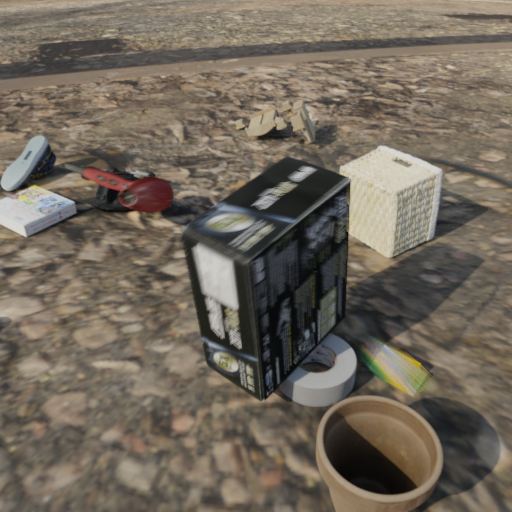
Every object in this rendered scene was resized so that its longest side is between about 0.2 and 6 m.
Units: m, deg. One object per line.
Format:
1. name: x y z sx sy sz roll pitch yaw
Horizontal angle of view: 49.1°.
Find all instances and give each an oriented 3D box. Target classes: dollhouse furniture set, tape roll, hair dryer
1. dollhouse furniture set: 0.495 -3.600 16.653 2.296 1.121 1.958 -17 28 18
2. tape roll: 0.884 1.670 8.404 1.209 0.399 1.209 -1 34 1
3. hair dryer: -2.943 -1.452 12.356 2.199 0.784 2.888 1 14 -28

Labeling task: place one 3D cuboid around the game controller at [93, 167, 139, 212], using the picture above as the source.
1. game controller: -3.315 -1.604 13.612 1.033 0.417 1.979 10 32 -12

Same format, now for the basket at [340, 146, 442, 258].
1. basket: 2.712 -1.117 11.633 1.366 1.699 1.684 -26 40 -25

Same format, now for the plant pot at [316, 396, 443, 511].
1. plant pot: 1.333 2.508 6.376 1.374 1.198 1.374 0 33 0

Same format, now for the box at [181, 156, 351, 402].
1. box: 0.252 0.307 7.691 1.110 2.577 2.110 26 49 32

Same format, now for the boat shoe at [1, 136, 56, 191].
1. boat shoe: -5.720 -2.182 14.288 0.612 0.785 1.730 15 63 22

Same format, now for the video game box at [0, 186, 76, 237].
1. video game box: -5.100 -1.041 12.676 1.495 0.350 1.362 22 41 30

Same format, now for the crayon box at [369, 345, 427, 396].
1. crayon box: 2.132 1.710 8.397 0.727 0.188 0.457 26 60 30
